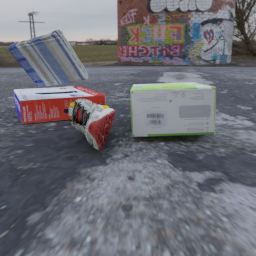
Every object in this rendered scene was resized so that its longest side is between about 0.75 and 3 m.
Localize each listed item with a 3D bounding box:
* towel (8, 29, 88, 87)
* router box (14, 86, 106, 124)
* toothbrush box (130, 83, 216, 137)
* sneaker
[{"bbox_3d":[-2.286,-1.906,8.027,2.169,1.593,0.258,-1,46,34],"label":"towel"},{"bbox_3d":[-2.455,-0.894,9.664,2.589,0.705,2.885,-7,16,-25],"label":"router box"},{"bbox_3d":[1.061,-0.600,7.463,1.911,1.130,2.625,-2,13,2],"label":"toothbrush box"},{"bbox_3d":[-0.895,-0.149,6.236,0.965,0.915,2.350,19,4,-13],"label":"sneaker"}]
